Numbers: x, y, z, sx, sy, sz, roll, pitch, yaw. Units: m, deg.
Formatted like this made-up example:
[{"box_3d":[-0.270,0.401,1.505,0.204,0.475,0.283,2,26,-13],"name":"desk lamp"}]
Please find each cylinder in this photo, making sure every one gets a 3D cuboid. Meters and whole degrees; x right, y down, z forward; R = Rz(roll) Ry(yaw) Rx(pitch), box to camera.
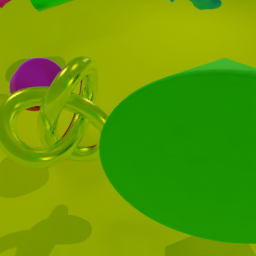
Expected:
[{"box_3d":[-2.346,-4.370,8.385,1.357,1.357,1.357,-19,46,0],"name":"cylinder"},{"box_3d":[-1.827,-0.841,5.652,0.967,0.967,0.967,-28,13,-25],"name":"cylinder"}]

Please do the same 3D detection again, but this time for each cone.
[{"box_3d":[0.650,-0.159,1.959,1.329,1.329,1.334,12,45,11],"name":"cone"}]

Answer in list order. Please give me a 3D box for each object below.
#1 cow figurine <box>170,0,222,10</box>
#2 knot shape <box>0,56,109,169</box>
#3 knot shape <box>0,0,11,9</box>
[{"box_3d":[1.726,-3.606,7.435,1.362,1.384,0.760,-1,79,25],"name":"cow figurine"},{"box_3d":[-0.916,-0.257,4.322,1.882,1.761,0.870,16,10,-40],"name":"knot shape"},{"box_3d":[-3.386,-3.636,6.304,0.903,1.829,1.955,-9,39,33],"name":"knot shape"}]
